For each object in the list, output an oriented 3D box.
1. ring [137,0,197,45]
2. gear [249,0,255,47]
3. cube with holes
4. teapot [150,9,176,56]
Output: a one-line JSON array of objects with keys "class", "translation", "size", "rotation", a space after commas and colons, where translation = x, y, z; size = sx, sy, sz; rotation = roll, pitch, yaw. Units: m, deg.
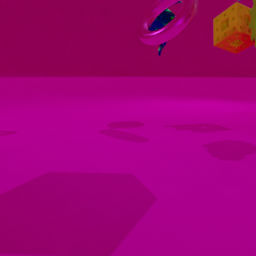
[{"class": "ring", "translation": [0.964, -2.859, 7.226], "size": [1.707, 1.707, 0.341], "rotation": [13, -19, 48]}, {"class": "gear", "translation": [2.914, -2.334, 5.899], "size": [0.232, 1.252, 1.252], "rotation": [-4, 11, 2]}, {"class": "cube with holes", "translation": [3.152, -2.865, 8.146], "size": [0.905, 0.905, 0.905], "rotation": [10, -15, -24]}, {"class": "teapot", "translation": [0.981, -3.041, 8.580], "size": [1.052, 1.692, 0.828], "rotation": [20, 57, 29]}]
